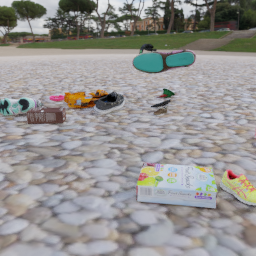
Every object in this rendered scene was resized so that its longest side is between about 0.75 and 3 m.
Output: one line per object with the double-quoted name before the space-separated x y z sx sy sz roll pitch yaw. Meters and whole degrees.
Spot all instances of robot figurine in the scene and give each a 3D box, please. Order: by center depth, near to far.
"robot figurine" -1.993 -1.513 14.413 2.417 0.704 1.753 -8 22 -22

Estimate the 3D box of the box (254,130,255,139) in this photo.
"box" 4.865 0.269 9.501 0.551 0.508 1.073 -3 19 -8

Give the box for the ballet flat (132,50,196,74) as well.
"ballet flat" 1.259 -2.341 9.802 2.176 0.752 0.774 -6 14 8

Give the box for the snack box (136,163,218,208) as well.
"snack box" 1.124 1.295 6.569 1.722 0.456 1.225 3 19 10

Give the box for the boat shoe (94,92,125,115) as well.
"boat shoe" -0.793 -1.354 13.486 0.814 0.771 2.328 34 33 19

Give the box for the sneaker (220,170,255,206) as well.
"sneaker" 2.616 1.328 6.373 0.460 0.531 1.176 -12 24 -35

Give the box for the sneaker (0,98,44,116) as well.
"sneaker" -4.839 -0.977 12.986 2.065 0.803 1.444 2 4 24

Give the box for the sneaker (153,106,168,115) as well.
"sneaker" 1.497 -0.815 12.981 0.824 0.311 0.290 -14 23 -37

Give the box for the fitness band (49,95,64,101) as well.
"fitness band" -3.983 -1.700 15.776 0.724 0.189 1.008 -17 24 -41

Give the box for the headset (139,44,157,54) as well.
"headset" 0.965 -3.843 14.163 0.671 0.882 1.429 21 33 34

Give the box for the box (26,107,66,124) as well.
"box" -3.415 -0.531 11.805 1.498 0.561 0.750 1 18 -4

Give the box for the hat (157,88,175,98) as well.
"hat" 2.138 -1.773 16.125 0.915 0.805 0.758 28 -7 -2

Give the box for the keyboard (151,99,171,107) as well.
"keyboard" 1.783 -1.221 14.468 0.678 0.258 1.303 -14 7 41
